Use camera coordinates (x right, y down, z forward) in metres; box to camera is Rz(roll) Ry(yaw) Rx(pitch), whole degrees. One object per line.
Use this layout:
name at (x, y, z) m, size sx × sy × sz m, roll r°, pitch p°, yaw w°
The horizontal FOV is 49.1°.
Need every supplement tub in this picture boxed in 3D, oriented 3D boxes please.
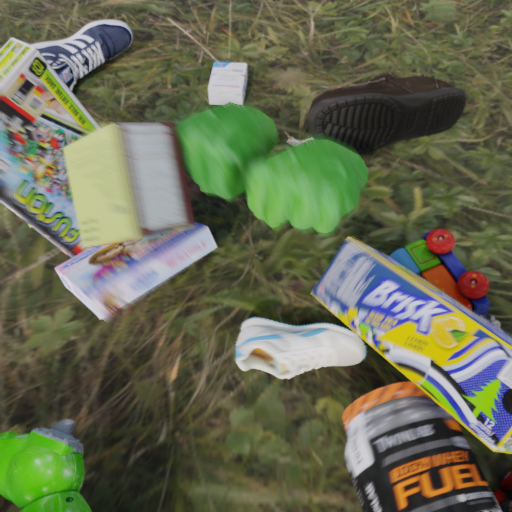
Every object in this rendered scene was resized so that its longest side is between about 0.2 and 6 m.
supplement tub at (1.905, 2.735, 6.376) m, size 1.431 × 1.431 × 2.335 m, roll -12°, pitch 52°, yaw -10°

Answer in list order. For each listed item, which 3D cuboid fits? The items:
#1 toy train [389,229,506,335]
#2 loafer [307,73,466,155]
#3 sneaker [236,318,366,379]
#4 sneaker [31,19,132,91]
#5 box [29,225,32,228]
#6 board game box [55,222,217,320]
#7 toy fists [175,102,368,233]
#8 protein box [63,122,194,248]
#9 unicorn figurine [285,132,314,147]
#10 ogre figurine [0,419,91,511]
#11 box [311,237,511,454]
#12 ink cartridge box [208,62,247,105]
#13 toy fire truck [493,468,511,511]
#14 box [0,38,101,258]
toy train at (2.691, 0.867, 8.230) m, size 1.437 × 1.052 × 2.484 m, roll -22°, pitch 54°, yaw -4°
loafer at (2.440, -2.908, 11.125) m, size 3.494 × 1.275 × 1.247 m, roll -10°, pitch 45°, yaw -23°
sneaker at (0.617, 1.384, 7.917) m, size 1.829 × 0.700 × 0.739 m, roll 2°, pitch 40°, yaw 13°
sneaker at (-3.889, -4.310, 12.379) m, size 2.623 × 0.919 × 1.423 m, roll -21°, pitch 49°, yaw -8°
box at (-3.361, -0.947, 9.781) m, size 1.393 × 0.332 × 0.850 m, roll -11°, pitch 47°, yaw -35°
board game box at (-1.861, 0.032, 8.410) m, size 1.938 × 0.399 × 1.933 m, roll -33°, pitch 26°, yaw -23°
toy fists at (0.061, -1.209, 7.756) m, size 2.855 × 0.982 × 1.455 m, roll 30°, pitch 38°, yaw 21°
protein box at (-1.727, -0.925, 7.543) m, size 0.953 × 1.412 × 1.402 m, roll -13°, pitch 4°, yaw -44°
unicorn figurine at (1.125, -2.198, 11.065) m, size 0.775 × 0.417 × 1.128 m, roll 37°, pitch 41°, yaw 23°
ogre figurine at (-2.597, 3.411, 5.568) m, size 2.348 × 1.921 × 3.916 m, roll -23°, pitch 42°, yaw -3°
box at (2.142, 0.971, 6.858) m, size 3.119 × 1.093 × 1.003 m, roll 43°, pitch 106°, yaw 47°
ink cartridge box at (-0.612, -3.765, 12.269) m, size 0.752 × 0.440 × 1.041 m, roll 4°, pitch 50°, yaw 3°
toy fire truck at (3.194, 2.874, 6.631) m, size 1.015 × 0.852 × 0.569 m, roll -36°, pitch 60°, yaw -26°
box at (-2.971, -1.311, 8.198) m, size 0.555 × 3.198 × 1.760 m, roll 28°, pitch 75°, yaw 27°
